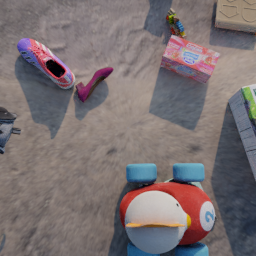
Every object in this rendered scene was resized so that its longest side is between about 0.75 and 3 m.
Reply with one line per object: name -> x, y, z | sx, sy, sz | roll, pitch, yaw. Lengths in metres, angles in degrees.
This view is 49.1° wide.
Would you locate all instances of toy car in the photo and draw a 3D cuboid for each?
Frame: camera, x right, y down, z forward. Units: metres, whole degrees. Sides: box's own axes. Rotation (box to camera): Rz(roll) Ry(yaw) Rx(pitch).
toy car -> 0.883, 2.063, 6.367 | 2.411, 2.725, 2.512 | -1, 82, 6

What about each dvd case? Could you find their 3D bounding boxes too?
dvd case -> 1.657, 2.046, 7.783 | 1.095, 0.165, 1.501 | -23, 81, -4

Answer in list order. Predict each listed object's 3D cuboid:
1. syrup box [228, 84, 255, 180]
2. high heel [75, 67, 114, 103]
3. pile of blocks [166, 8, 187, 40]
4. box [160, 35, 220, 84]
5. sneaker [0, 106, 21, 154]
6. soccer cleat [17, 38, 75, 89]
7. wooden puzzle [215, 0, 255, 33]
syrup box -> 3.882, 0.286, 7.587 | 1.160, 1.199, 2.945 | -15, 79, -2
high heel -> -0.904, -1.266, 8.255 | 1.296, 0.437, 0.623 | -31, 71, 9
pile of blocks -> 1.436, -3.154, 8.613 | 0.328, 0.434, 1.056 | -26, 81, -5
box -> 1.791, -1.998, 8.252 | 1.504, 0.712, 0.772 | 24, 80, 4
sneaker -> -3.292, -0.163, 5.630 | 1.667, 2.930, 1.106 | 21, 92, 4
soccer cleat -> -2.450, -2.014, 8.216 | 2.147, 0.786, 0.732 | 41, 82, 7
wooden puzzle -> 3.471, -3.769, 8.779 | 1.414, 0.354, 1.527 | 8, 82, 2
